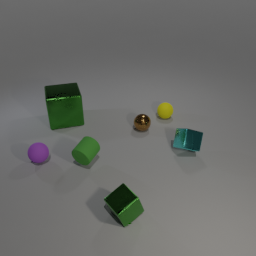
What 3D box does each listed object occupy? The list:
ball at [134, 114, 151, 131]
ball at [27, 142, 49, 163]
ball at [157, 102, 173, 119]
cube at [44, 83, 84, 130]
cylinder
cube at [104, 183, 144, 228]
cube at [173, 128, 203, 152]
[{"bbox_3d":[0.575,-0.226,11.320,0.700,0.700,0.700,0,32,0],"label":"ball"},{"bbox_3d":[-3.050,0.839,9.529,0.700,0.700,0.700,0,32,0],"label":"ball"},{"bbox_3d":[1.614,-0.757,12.152,0.700,0.700,0.700,0,32,0],"label":"ball"},{"bbox_3d":[-2.681,-0.947,11.794,1.400,1.400,1.400,-9,34,-14],"label":"cube"},{"bbox_3d":[-1.387,0.752,9.272,0.700,0.700,0.700,15,46,23],"label":"cylinder"},{"bbox_3d":[-0.099,2.073,7.536,0.700,0.700,0.700,-37,45,-17],"label":"cube"},{"bbox_3d":[2.114,0.419,9.889,0.700,0.700,0.700,13,-4,-21],"label":"cube"}]
